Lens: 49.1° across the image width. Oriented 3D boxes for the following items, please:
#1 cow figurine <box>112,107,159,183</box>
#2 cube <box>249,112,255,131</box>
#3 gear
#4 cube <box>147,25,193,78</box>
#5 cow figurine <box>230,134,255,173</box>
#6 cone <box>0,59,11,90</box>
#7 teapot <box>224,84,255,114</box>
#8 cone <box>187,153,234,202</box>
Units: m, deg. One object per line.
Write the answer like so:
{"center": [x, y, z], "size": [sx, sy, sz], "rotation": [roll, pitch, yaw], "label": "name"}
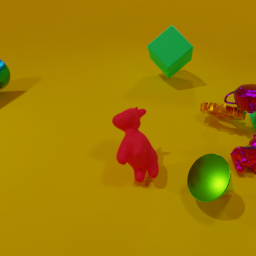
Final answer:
{"center": [0.204, 0.307, 6.546], "size": [0.830, 1.513, 1.488], "rotation": [-22, 33, 26], "label": "cow figurine"}
{"center": [4.368, -0.630, 8.175], "size": [1.200, 1.200, 1.200], "rotation": [7, 30, 9], "label": "cube"}
{"center": [2.786, -0.487, 8.267], "size": [1.289, 0.238, 1.289], "rotation": [14, -1, 0], "label": "gear"}
{"center": [1.590, -2.821, 10.511], "size": [1.188, 1.188, 1.188], "rotation": [-40, 77, 2], "label": "cube"}
{"center": [3.046, 0.606, 6.997], "size": [1.163, 0.639, 1.145], "rotation": [6, 39, -10], "label": "cow figurine"}
{"center": [-4.789, -1.458, 9.282], "size": [1.477, 1.477, 1.482], "rotation": [-6, 41, -8], "label": "cone"}
{"center": [3.271, -0.728, 7.279], "size": [1.482, 0.726, 0.922], "rotation": [7, 25, 24], "label": "teapot"}
{"center": [1.958, 1.177, 5.896], "size": [1.008, 1.004, 1.004], "rotation": [28, 20, -34], "label": "cone"}
